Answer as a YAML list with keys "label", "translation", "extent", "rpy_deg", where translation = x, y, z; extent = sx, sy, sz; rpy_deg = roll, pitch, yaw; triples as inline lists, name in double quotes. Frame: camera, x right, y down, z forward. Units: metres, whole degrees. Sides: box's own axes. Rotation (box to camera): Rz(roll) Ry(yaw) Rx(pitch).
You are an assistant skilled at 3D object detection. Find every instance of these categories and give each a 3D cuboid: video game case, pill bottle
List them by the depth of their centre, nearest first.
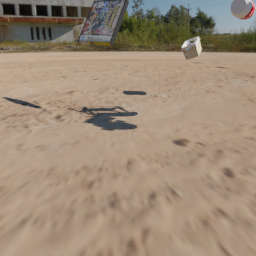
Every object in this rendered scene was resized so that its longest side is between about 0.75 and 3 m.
- label: "pill bottle"
  translation: [2.465, -2.582, 6.035]
  extent: [0.424, 0.424, 0.756]
  rpy_deg: [11, 19, 31]
- label: "video game case"
  translation: [-0.743, -3.132, 8.269]
  extent: [1.296, 1.434, 0.183]
  rpy_deg: [14, -9, 35]

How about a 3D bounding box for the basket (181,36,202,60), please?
- label: "basket"
  translation: [2.408, -2.983, 10.496]
  extent: [0.577, 0.525, 0.851]
  rpy_deg: [-12, 29, 30]
